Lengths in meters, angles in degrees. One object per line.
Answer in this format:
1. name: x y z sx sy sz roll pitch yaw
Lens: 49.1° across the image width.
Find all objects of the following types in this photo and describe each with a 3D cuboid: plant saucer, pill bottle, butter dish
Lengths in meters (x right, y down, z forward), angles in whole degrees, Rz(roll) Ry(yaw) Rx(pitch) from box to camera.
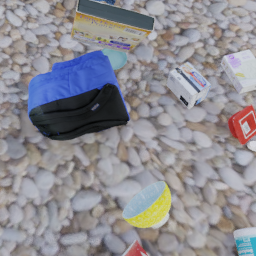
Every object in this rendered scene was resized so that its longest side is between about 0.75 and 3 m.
1. plant saucer: -0.620 -2.688 11.037 1.189 0.214 1.189 0 63 0
2. pill bottle: 3.389 3.454 7.422 0.821 0.821 1.483 -5 62 -2
3. butter dish: 3.748 -0.129 9.399 1.056 0.783 1.059 -34 109 -22

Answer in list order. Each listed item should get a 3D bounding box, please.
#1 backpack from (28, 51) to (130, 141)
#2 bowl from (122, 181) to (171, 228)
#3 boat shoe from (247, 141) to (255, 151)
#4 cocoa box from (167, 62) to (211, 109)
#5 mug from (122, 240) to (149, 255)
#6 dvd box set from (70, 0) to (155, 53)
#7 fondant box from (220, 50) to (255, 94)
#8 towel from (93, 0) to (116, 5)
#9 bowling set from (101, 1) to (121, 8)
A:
1. backpack: -1.656 -0.954 9.012 2.858 2.322 2.398 -20 52 3
2. bowl: 0.367 1.232 4.224 0.816 0.816 0.439 -40 96 -19
3. boat shoe: 4.512 0.565 9.211 1.082 0.375 0.383 5 62 3
4. cocoa box: 2.156 -1.529 10.040 0.859 0.873 1.310 -31 66 -15
5. mug: 0.450 4.415 6.738 2.568 2.279 1.713 40 33 15
6. dvd box set: -0.512 -2.428 6.946 1.706 2.332 0.343 9 91 -14
7. fondant box: 4.408 -2.150 10.613 1.130 0.456 1.567 -16 62 -8
8. towel: -1.760 -6.496 12.798 1.561 0.678 2.795 -24 64 -13
9. bowling set: -0.736 -4.717 11.497 2.035 1.416 1.092 20 62 6
